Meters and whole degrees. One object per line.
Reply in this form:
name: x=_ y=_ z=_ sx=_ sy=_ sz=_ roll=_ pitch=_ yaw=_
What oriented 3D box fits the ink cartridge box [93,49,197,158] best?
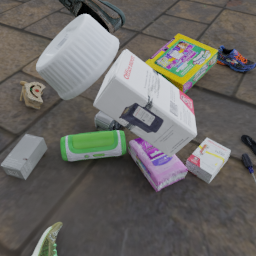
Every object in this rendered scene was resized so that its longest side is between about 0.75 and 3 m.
ink cartridge box: x=0.518 y=-0.697 z=7.512 sx=2.526 sy=1.065 sz=1.828 roll=34 pitch=33 yaw=-15

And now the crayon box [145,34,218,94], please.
crayon box: x=2.535 y=-3.130 z=13.465 sx=2.357 sy=0.796 sz=2.732 roll=36 pitch=68 yaw=28

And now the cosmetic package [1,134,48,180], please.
cosmetic package: x=-3.624 y=0.991 z=9.921 sx=0.814 sy=0.687 sz=1.524 roll=10 pitch=50 yaw=14

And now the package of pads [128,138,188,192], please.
package of pads: x=0.990 y=1.117 z=9.723 sx=1.216 sy=0.764 sz=2.018 roll=-20 pitch=49 yaw=-22

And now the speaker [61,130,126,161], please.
speaker: x=-1.226 y=0.632 z=10.067 sx=2.241 sy=0.991 sz=0.991 roll=-6 pitch=46 yaw=-6

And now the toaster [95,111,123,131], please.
toaster: x=-0.670 y=-0.344 z=11.107 sx=0.919 sy=0.808 sz=1.422 roll=23 pitch=51 yaw=24

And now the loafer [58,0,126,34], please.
loafer: x=-1.523 y=-4.394 z=10.382 sx=2.907 sy=1.045 sz=0.914 roll=28 pitch=63 yaw=12

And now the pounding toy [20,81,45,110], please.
pounding toy: x=-4.201 y=-1.423 z=12.422 sx=0.924 sy=0.927 sz=1.617 roll=2 pitch=49 yaw=-38

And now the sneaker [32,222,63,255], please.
sneaker: x=-2.160 y=3.513 z=7.603 sx=0.848 sy=0.736 sz=1.914 roll=25 pitch=53 yaw=2

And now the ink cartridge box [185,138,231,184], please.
ink cartridge box: x=2.813 y=1.107 z=9.859 sx=0.995 sy=0.572 sz=1.371 roll=32 pitch=54 yaw=27

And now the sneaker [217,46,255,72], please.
sneaker: x=5.357 y=-3.486 z=14.087 sx=2.180 sy=0.855 sz=0.821 roll=26 pitch=52 yaw=23

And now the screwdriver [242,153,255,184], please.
screwdriver: x=4.275 y=1.694 z=9.560 sx=0.278 sy=0.290 sz=1.996 roll=-1 pitch=49 yaw=0

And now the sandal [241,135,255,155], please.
sandal: x=4.720 y=0.605 z=10.586 sx=0.401 sy=0.226 sz=1.055 roll=-18 pitch=49 yaw=-17

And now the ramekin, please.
ramekin: x=-1.839 y=-2.523 z=9.723 sx=2.904 sy=1.416 sz=2.904 roll=-33 pitch=34 yaw=25
